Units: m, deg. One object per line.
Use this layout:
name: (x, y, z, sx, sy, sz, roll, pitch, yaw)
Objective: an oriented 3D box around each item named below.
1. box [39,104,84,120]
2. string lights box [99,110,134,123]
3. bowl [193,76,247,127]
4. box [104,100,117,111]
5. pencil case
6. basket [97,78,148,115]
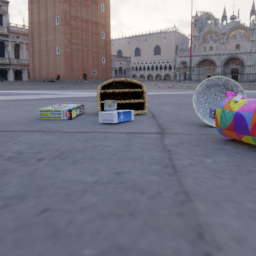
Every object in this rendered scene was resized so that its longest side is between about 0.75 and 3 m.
box: (-2.670, -0.695, 11.650, 1.285, 0.405, 2.334, 0, 9, 2)
string lights box: (-0.392, -0.409, 9.910, 0.657, 0.377, 1.279, 2, 8, 32)
bowl: (2.955, -0.761, 9.318, 1.727, 1.727, 0.810, 1, -14, 3)
box: (-0.717, -0.926, 11.604, 0.142, 0.451, 0.819, 9, 9, 24)
pencil case: (3.029, -0.132, 5.927, 1.222, 1.222, 2.766, -4, 11, -23)
basket: (-0.274, -1.421, 12.432, 2.214, 1.580, 1.650, -1, 8, -4)
